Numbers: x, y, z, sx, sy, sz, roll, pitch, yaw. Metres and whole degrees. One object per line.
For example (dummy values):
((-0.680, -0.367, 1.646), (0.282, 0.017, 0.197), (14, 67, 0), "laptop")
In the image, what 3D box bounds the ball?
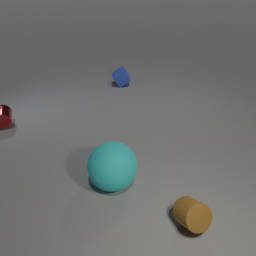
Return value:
((-0.446, 1.070, 7.883), (1.400, 1.400, 1.400), (0, 30, 0), "ball")

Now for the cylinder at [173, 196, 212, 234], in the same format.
((1.530, 2.057, 6.707), (0.700, 0.700, 0.700), (-10, 5, -17), "cylinder")

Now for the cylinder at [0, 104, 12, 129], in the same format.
((-4.949, -0.451, 11.037), (0.700, 0.700, 0.700), (-8, 42, -13), "cylinder")

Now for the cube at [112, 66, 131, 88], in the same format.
((-0.359, -2.725, 14.932), (0.700, 0.700, 0.700), (-32, 34, 16), "cube")
